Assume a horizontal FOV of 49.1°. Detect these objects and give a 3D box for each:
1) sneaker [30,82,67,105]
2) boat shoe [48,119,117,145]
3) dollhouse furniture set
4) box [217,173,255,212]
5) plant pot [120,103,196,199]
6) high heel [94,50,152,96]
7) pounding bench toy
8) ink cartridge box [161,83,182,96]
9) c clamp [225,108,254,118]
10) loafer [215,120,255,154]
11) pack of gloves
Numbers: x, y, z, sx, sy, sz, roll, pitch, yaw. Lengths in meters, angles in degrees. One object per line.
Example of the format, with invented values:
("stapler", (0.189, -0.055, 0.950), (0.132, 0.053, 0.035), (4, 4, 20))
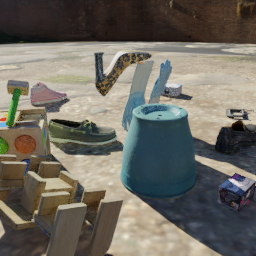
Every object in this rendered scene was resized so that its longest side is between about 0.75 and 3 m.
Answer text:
("sneaker", (-3.875, -1.792, 13.706), (1.921, 1.004, 0.723), (-16, 25, -37))
("boat shoe", (-1.528, 0.081, 9.333), (2.351, 0.703, 0.840), (2, 22, 6))
("dollhouse furniture set", (-1.974, 1.704, 4.781), (2.440, 1.849, 2.784), (19, 7, 40))
("box", (2.439, 1.417, 6.284), (0.803, 0.461, 0.530), (-20, 29, -41))
("plant pot", (0.774, 0.420, 6.947), (1.955, 1.837, 1.955), (0, 21, 0))
("high heel", (-0.178, -2.228, 11.324), (2.429, 1.732, 0.867), (-8, 20, -17))
("pounding bench toy", (-2.898, 0.045, 7.222), (1.445, 2.326, 1.814), (-4, 21, -10))
("ink cartridge box", (2.238, -2.097, 15.137), (1.169, 0.489, 0.848), (10, 24, 25))
("c clamp", (4.742, -0.667, 11.941), (1.166, 0.185, 1.364), (9, 23, 22))
("loafer", (3.653, 0.139, 9.054), (2.211, 0.799, 0.805), (-19, 27, -41))
("pack of gloves", (0.816, -1.074, 9.819), (0.517, 2.621, 2.202), (35, 36, 28))
